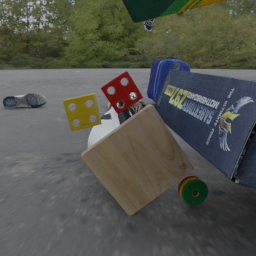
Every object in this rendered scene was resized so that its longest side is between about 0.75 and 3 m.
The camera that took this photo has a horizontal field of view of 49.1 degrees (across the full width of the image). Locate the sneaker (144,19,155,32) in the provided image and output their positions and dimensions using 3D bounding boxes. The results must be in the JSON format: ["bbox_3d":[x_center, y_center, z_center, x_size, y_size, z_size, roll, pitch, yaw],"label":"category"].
[{"bbox_3d":[0.640,-3.672,9.124,0.324,0.923,0.501,-11,-15,-16],"label":"sneaker"}]

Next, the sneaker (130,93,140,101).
[{"bbox_3d":[-0.048,-1.083,10.709,0.694,0.453,1.240,-4,16,-19],"label":"sneaker"}]

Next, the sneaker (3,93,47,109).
[{"bbox_3d":[-3.784,-1.029,10.376,1.515,0.565,0.660,-2,9,-9],"label":"sneaker"}]

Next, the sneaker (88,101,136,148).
[{"bbox_3d":[-0.202,0.376,4.632,0.953,0.878,2.383,-40,19,15],"label":"sneaker"}]

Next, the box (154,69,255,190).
[{"bbox_3d":[1.972,0.212,3.156,2.990,0.763,2.358,18,10,-13],"label":"box"}]

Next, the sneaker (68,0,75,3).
[{"bbox_3d":[-1.842,-4.711,9.679,0.275,0.758,0.272,22,10,11],"label":"sneaker"}]

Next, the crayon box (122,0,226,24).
[{"bbox_3d":[1.409,-2.872,4.774,2.810,0.725,1.767,1,53,36],"label":"crayon box"}]

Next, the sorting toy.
[{"bbox_3d":[0.072,0.305,3.273,0.959,1.989,0.336,-36,19,-1],"label":"sorting toy"}]

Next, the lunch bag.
[{"bbox_3d":[1.573,-1.786,10.605,1.268,1.867,1.235,3,15,-17],"label":"lunch bag"}]

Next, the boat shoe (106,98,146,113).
[{"bbox_3d":[0.023,-0.467,7.571,0.815,0.828,2.222,4,16,16],"label":"boat shoe"}]
